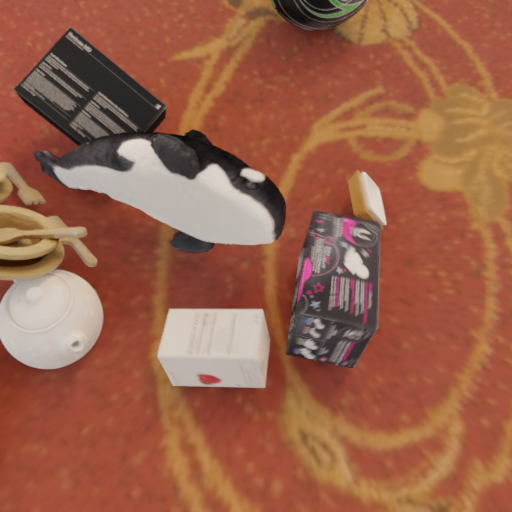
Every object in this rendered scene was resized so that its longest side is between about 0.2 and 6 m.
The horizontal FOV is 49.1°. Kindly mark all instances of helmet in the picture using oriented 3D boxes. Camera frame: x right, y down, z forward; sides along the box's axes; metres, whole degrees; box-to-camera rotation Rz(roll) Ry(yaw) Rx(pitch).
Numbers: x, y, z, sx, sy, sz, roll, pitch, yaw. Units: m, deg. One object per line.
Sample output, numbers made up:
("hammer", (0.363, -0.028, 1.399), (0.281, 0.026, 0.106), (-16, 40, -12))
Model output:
("helmet", (1.304, -5.650, 11.179), (2.243, 2.138, 2.243), (-22, 54, 34))

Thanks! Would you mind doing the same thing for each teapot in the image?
("teapot", (-2.983, 0.751, 7.893), (1.565, 1.143, 1.544), (1, 59, 1))

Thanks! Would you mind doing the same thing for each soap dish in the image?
("soap dish", (1.807, -0.882, 9.180), (0.344, 0.667, 0.847), (-23, 55, 27))

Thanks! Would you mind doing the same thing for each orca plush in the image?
("orca plush", (-1.286, -1.259, 8.686), (4.105, 2.160, 1.459), (5, 46, 32))

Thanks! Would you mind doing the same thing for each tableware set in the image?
("tableware set", (-3.989, -0.840, 8.201), (2.252, 0.683, 3.406), (-12, 41, -45))

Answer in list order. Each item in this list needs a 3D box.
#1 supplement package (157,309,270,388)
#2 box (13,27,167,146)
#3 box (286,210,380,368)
("supplement package", (-0.538, 1.258, 7.611), (1.320, 0.800, 0.791), (-1, 49, 11))
("box", (-2.744, -2.571, 9.487), (2.014, 0.794, 1.421), (39, 83, -7))
("box", (1.106, 0.463, 7.891), (1.036, 1.193, 1.805), (12, 52, 1))
